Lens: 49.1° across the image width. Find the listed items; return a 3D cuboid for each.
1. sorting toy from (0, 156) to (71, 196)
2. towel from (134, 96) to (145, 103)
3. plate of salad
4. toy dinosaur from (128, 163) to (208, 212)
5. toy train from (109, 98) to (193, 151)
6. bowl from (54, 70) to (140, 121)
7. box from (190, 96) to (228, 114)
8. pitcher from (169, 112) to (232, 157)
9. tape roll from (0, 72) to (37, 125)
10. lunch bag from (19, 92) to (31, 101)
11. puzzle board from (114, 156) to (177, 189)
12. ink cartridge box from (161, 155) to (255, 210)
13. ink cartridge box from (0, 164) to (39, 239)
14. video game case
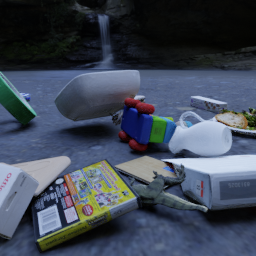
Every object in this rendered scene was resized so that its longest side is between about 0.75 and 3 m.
[{"bbox_3d":[-2.095,0.974,5.274,1.654,0.302,1.531,-6,14,14],"label":"sorting toy"},{"bbox_3d":[-0.466,-1.388,14.297,1.780,0.463,2.686,9,17,33],"label":"towel"},{"bbox_3d":[4.436,-0.318,9.768,2.880,0.692,2.880,0,14,0],"label":"plate of salad"},{"bbox_3d":[0.518,1.027,4.776,2.083,0.494,0.918,-1,25,39],"label":"toy dinosaur"},{"bbox_3d":[0.595,-0.177,8.530,1.705,1.247,2.946,8,10,-19],"label":"toy train"},{"bbox_3d":[-0.964,-0.957,9.293,2.484,0.929,2.488,-11,-9,-35],"label":"bowl"},{"bbox_3d":[3.785,-1.128,13.302,0.487,0.455,2.350,-5,16,-20],"label":"box"},{"bbox_3d":[1.784,0.107,6.856,1.379,1.183,0.836,-3,-23,43],"label":"pitcher"},{"bbox_3d":[-4.254,-1.178,9.985,0.568,2.365,2.365,-40,25,-9],"label":"tape roll"},{"bbox_3d":[-5.965,-1.680,15.459,0.978,0.461,1.220,4,16,7],"label":"lunch bag"},{"bbox_3d":[0.534,0.944,6.086,1.047,0.121,1.389,-12,19,-42],"label":"puzzle board"},{"bbox_3d":[2.032,0.954,5.607,2.190,0.677,2.700,-2,-4,-9],"label":"ink cartridge box"},{"bbox_3d":[-2.111,1.003,4.182,1.249,0.526,0.903,7,60,26],"label":"ink cartridge box"},{"bbox_3d":[-0.781,1.111,4.554,1.510,0.213,1.671,-20,20,-16],"label":"video game case"}]
